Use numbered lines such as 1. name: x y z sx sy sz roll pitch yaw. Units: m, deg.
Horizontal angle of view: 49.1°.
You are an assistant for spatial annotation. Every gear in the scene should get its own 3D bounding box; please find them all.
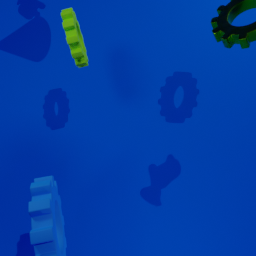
1. gear: -1.124 -1.911 5.999 0.222 1.198 1.198 -14 78 1
2. gear: -1.059 1.354 3.805 0.250 1.354 1.354 -9 78 -9
3. gear: 2.549 -2.354 5.932 1.513 0.280 1.513 -20 50 25
